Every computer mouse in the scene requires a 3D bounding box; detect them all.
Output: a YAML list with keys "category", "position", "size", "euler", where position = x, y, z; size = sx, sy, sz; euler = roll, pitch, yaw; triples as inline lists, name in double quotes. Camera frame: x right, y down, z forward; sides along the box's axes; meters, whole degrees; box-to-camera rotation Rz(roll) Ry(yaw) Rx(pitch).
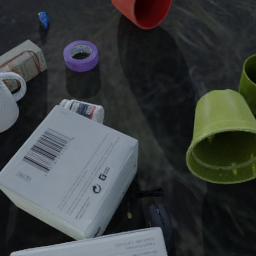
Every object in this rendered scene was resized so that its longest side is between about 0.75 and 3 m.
- category: "computer mouse"
  position: [0.651, 2.582, 7.982]
  size: [1.318, 0.432, 1.878]
  euler: [0, 63, -15]

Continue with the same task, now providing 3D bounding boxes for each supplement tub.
- category: "supplement tub"
  position: [-1.646, -0.419, 9.855]
  size: [1.439, 1.009, 1.009]
  euler: [13, 58, 9]

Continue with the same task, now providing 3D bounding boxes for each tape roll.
- category: "tape roll"
  position: [-1.992, -3.071, 11.924]
  size: [1.428, 0.468, 1.428]
  euler: [0, 58, 0]

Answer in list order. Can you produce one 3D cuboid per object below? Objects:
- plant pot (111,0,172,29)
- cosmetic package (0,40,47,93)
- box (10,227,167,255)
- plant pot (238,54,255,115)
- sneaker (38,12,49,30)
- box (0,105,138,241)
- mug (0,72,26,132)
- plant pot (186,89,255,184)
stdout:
- category: "plant pot"
  position: [0.478, -6.063, 12.940]
  size: [2.424, 2.424, 2.144]
  euler: [-35, 53, -21]
- category: "cosmetic package"
  position: [-4.404, -2.396, 11.121]
  size: [0.924, 1.095, 2.119]
  euler: [38, 66, 20]
- category: "box"
  position: [-0.623, 3.675, 6.006]
  size: [2.992, 2.976, 1.956]
  euler: [-8, 57, -5]
- category: "plant pot"
  position: [4.785, -1.415, 10.086]
  size: [1.794, 1.728, 1.794]
  euler: [0, 57, 0]
- category: "sneaker"
  position: [-3.949, -5.142, 13.323]
  size: [0.456, 0.383, 1.163]
  euler: [-17, 58, -8]
- category: "box"
  position: [-1.569, 1.356, 8.174]
  size: [2.896, 1.893, 2.881]
  euler: [23, 60, 14]
- category: "mug"
  position: [-4.691, -1.146, 9.727]
  size: [2.317, 2.031, 1.711]
  euler: [-27, 61, -17]
- category: "plant pot"
  position: [3.083, 0.093, 8.904]
  size: [2.535, 2.535, 2.330]
  euler: [5, 45, 4]
